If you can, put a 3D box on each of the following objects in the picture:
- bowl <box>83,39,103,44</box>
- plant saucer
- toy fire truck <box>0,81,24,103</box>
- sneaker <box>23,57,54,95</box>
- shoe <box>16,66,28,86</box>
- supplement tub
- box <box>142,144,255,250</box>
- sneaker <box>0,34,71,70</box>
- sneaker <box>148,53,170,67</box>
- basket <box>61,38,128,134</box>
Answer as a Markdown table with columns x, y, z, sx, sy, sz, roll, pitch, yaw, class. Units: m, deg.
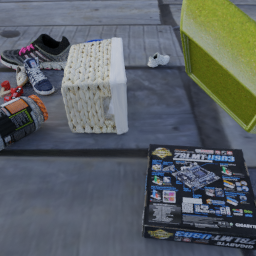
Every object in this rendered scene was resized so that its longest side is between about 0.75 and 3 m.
| x | y | z | sx | sy | sz | roll | pitch | yaw | class |
| --- | --- | --- | --- | --- | --- | --- | --- | --- | --- |
| -1.301 | -3.428 | 12.079 | 1.371 | 0.269 | 1.371 | 0 | 41 | 0 | bowl |
| 1.770 | -0.911 | 4.828 | 0.609 | 2.541 | 2.544 | -41 | 71 | 3 | plant saucer |
| -3.994 | -1.167 | 9.425 | 0.813 | 0.281 | 1.153 | 2 | 41 | 4 | toy fire truck |
| -3.138 | -1.851 | 9.733 | 0.591 | 0.915 | 1.686 | -26 | 47 | -27 | sneaker |
| -3.866 | -1.874 | 10.074 | 0.462 | 0.352 | 1.320 | -40 | 36 | 11 | shoe |
| -3.151 | -0.184 | 7.687 | 1.058 | 1.058 | 1.727 | 32 | 49 | 31 | supplement tub |
| 1.538 | 1.371 | 6.238 | 2.325 | 0.578 | 2.307 | 4 | 40 | 4 | box |
| -3.485 | -3.006 | 10.788 | 2.958 | 1.294 | 1.091 | 1 | 41 | 1 | sneaker |
| 1.260 | -2.762 | 11.123 | 0.997 | 0.495 | 0.388 | -24 | 46 | -25 | sneaker |
| -0.905 | -1.294 | 8.386 | 1.688 | 1.855 | 2.737 | -4 | 41 | -1 | basket |
